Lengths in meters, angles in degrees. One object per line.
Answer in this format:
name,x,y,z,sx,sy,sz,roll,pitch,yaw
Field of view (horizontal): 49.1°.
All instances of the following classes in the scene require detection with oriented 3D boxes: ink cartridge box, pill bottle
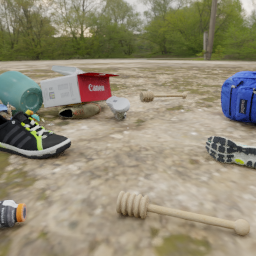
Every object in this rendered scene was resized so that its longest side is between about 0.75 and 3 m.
ink cartridge box,-1.970,-1.730,12.797,2.581,1.233,2.940,-6,6,25
pill bottle,-2.304,1.540,4.999,0.902,0.479,0.479,-3,18,-6

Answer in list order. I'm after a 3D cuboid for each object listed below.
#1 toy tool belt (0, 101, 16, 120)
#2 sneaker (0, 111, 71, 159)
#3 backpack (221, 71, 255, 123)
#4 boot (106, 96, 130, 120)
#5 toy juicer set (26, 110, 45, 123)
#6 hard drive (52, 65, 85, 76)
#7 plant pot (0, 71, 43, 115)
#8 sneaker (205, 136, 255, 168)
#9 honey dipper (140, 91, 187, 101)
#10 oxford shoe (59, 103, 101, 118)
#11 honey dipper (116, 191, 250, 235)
toy tool belt,-4.915,-0.584,11.030,0.948,0.933,1.518,-12,21,-33
sneaker,-3.096,0.123,8.324,2.884,1.194,1.034,5,18,16
backpack,5.033,-1.231,11.117,2.637,2.143,2.213,16,26,39
boot,-0.253,-0.729,11.407,0.676,0.879,1.838,-36,26,-9
toy juicer set,-3.549,-0.387,10.813,0.804,0.219,0.511,35,-4,-5
hard drive,-2.705,-2.741,14.409,1.404,0.280,2.130,10,-2,21
plant pot,-4.661,-1.387,12.239,1.544,1.924,1.924,22,27,32
sneaker,2.999,0.697,7.740,1.755,0.680,0.699,19,8,32
honey dipper,2.046,-1.799,15.742,2.893,0.549,0.549,-4,18,-23
oxford shoe,-2.049,-0.645,11.831,1.781,0.627,0.666,-8,15,11
honey dipper,0.959,1.553,5.095,2.352,0.447,0.447,6,18,14
